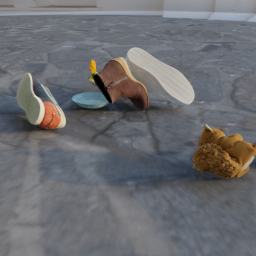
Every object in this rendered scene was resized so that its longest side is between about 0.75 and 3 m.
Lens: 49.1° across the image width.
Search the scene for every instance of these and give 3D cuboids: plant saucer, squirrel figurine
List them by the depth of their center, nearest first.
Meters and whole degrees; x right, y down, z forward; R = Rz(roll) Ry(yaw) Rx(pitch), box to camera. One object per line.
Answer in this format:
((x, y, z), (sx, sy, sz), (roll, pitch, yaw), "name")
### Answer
((2.025, 0.477, 6.185), (1.337, 0.946, 1.248), (-24, 51, -31), "squirrel figurine")
((-1.246, -0.938, 9.858), (1.410, 0.271, 1.410), (2, 23, -1), "plant saucer")

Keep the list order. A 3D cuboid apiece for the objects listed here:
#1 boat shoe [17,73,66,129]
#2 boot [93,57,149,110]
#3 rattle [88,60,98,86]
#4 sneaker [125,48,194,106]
((-2.809, -0.873, 8.874), (0.884, 1.006, 2.826), (14, 22, -40), "boat shoe")
((-0.196, -1.126, 8.832), (0.737, 2.037, 1.694), (-18, 22, 37), "boot")
((-0.974, -1.953, 10.762), (0.800, 0.878, 1.229), (-1, 32, -42), "rattle")
((0.986, -1.544, 10.080), (2.741, 1.584, 1.010), (39, 63, 5), "sneaker")
